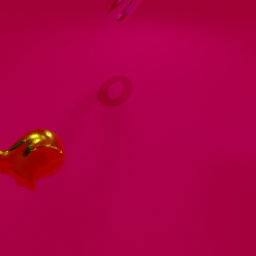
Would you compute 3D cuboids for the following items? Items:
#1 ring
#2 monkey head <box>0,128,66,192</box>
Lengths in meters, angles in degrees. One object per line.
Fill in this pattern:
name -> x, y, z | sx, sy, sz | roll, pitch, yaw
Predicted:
ring -> -0.059, -3.753, 8.559 | 0.345, 1.726, 1.726 | 43, 46, -4
monkey head -> -1.147, 0.266, 3.186 | 0.693, 0.827, 1.150 | -56, 27, -9
